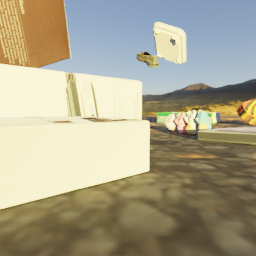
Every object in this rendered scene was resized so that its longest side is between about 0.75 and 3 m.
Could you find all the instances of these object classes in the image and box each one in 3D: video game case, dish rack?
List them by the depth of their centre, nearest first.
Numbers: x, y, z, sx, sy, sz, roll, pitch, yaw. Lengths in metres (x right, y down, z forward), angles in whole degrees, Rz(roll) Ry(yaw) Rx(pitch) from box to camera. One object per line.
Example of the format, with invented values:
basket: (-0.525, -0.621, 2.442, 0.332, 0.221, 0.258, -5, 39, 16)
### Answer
video game case: (2.422, 0.109, 5.038, 1.464, 0.194, 2.049, 3, 5, 44)
dish rack: (1.673, -3.406, 11.553, 1.499, 0.380, 1.746, 29, -22, 27)

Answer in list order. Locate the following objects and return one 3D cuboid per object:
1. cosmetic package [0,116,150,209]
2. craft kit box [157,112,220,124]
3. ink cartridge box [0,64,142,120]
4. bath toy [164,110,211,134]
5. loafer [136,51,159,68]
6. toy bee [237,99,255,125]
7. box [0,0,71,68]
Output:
cosmetic package: (-0.687, 0.155, 1.816, 0.737, 0.452, 1.785, 2, 4, 42)
craft kit box: (2.769, -0.465, 12.504, 2.323, 0.563, 2.294, 2, 1, 25)
ink cartridge box: (-1.111, -0.201, 3.637, 1.614, 0.940, 2.232, 3, 4, 40)
bath toy: (1.311, -0.084, 6.331, 0.439, 0.517, 1.188, 36, -19, -25)
loafer: (0.908, -3.203, 12.597, 0.628, 0.550, 1.748, -13, 33, -20)
toy bee: (5.607, -0.739, 10.187, 2.943, 1.600, 1.927, -30, -18, 6)
box: (-3.482, -2.863, 7.618, 2.357, 2.333, 2.841, 21, 37, 34)
